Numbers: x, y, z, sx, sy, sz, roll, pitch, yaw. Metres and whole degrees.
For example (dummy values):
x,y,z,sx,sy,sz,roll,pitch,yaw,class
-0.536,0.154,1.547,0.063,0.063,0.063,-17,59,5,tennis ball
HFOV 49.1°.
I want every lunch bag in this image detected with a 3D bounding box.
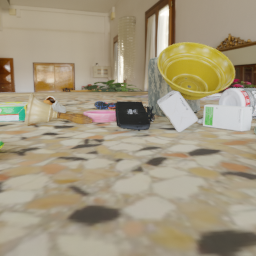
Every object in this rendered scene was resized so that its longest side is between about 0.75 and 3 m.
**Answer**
x,y,z,sx,sy,sz,roll,pitch,yaw,class
2.149,-1.781,12.050,2.181,2.600,1.812,-8,14,-23,lunch bag

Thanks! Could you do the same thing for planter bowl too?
x,y,z,sx,sy,sz,roll,pitch,yaw,class
2.223,-1.762,9.702,2.597,1.082,2.597,2,52,-3,planter bowl

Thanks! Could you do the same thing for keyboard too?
x,y,z,sx,sy,sz,roll,pitch,yaw,class
0.243,-0.307,8.850,1.295,0.493,2.488,1,22,-3,keyboard

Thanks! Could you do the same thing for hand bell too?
x,y,z,sx,sy,sz,roll,pitch,yaw,class
-2.264,-0.418,9.425,2.126,1.107,1.107,11,6,-16,hand bell

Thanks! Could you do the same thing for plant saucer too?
x,y,z,sx,sy,sz,roll,pitch,yaw,class
-0.961,-0.433,10.400,1.361,0.345,1.361,0,8,0,plant saucer

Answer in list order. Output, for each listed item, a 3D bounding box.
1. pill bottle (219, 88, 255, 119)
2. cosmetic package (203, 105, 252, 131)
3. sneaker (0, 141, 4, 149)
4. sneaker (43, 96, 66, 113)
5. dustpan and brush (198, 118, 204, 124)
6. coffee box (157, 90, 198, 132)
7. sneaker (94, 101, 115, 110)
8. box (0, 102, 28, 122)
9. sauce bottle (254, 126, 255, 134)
x,y,z,sx,sy,sz,roll,pitch,yaw,class
4.740,-0.956,10.927,2.139,1.218,1.218,-5,10,-27,pill bottle
3.057,-0.340,8.663,0.571,0.724,1.346,-4,8,-37,cosmetic package
-2.954,0.325,5.550,0.923,0.386,0.342,-4,9,-26,sneaker
-3.315,-1.048,12.820,0.714,0.830,1.962,-1,8,5,sneaker
3.002,-0.323,9.963,0.964,0.276,0.673,-9,13,-44,dustpan and brush
1.478,-0.573,8.721,0.705,1.011,1.768,-35,5,8,coffee box
-1.191,-1.172,15.025,1.251,0.471,0.491,9,2,-3,sneaker
-4.752,-0.730,11.451,1.567,0.646,2.670,-2,12,-10,box
3.887,0.049,7.648,0.844,0.273,0.273,-3,9,-12,sauce bottle
